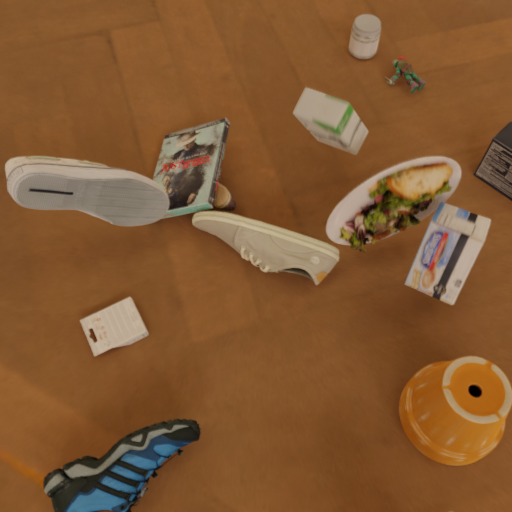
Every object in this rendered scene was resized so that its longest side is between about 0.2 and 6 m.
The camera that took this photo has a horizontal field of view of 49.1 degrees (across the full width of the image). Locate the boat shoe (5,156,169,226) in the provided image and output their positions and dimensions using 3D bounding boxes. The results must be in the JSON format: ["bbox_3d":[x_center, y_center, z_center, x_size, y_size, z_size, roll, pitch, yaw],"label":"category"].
[{"bbox_3d":[-2.809,-1.247,9.567,2.798,1.029,0.934,10,31,-43],"label":"boat shoe"}]

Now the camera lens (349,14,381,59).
[{"bbox_3d":[2.614,-5.248,13.480,0.686,0.857,0.686,0,60,0],"label":"camera lens"}]

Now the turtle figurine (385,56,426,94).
[{"bbox_3d":[3.457,-4.270,13.144,0.770,0.518,1.029,-35,71,-18],"label":"turtle figurine"}]

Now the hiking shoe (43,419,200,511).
[{"bbox_3d":[-1.900,3.339,8.531,2.481,0.923,1.075,-25,72,-4],"label":"hiking shoe"}]

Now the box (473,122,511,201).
[{"bbox_3d":[5.246,-1.861,11.320,0.720,1.158,1.168,-40,68,-21],"label":"box"}]

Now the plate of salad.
[{"bbox_3d":[2.346,-0.764,9.400,2.425,2.425,0.582,-17,64,-10],"label":"plate of salad"}]

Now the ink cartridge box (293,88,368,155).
[{"bbox_3d":[1.325,-2.320,9.774,0.908,1.239,0.515,28,92,30],"label":"ink cartridge box"}]

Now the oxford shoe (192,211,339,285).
[{"bbox_3d":[0.085,-0.165,10.476,2.894,1.088,0.836,18,86,10],"label":"oxford shoe"}]

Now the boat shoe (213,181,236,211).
[{"bbox_3d":[-0.978,-1.354,11.394,0.582,0.525,1.620,-50,50,-2],"label":"boat shoe"}]

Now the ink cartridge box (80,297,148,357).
[{"bbox_3d":[-2.537,1.287,10.034,0.986,0.247,0.793,-27,63,-10],"label":"ink cartridge box"}]

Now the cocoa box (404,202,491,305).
[{"bbox_3d":[3.167,-0.050,9.320,0.872,1.330,0.887,24,36,16],"label":"cocoa box"}]

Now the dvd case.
[{"bbox_3d":[-1.409,-1.765,11.407,1.599,0.241,2.190,-8,55,28],"label":"dvd case"}]

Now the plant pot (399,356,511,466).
[{"bbox_3d":[3.188,2.278,8.704,1.614,1.478,1.614,0,59,0],"label":"plant pot"}]
